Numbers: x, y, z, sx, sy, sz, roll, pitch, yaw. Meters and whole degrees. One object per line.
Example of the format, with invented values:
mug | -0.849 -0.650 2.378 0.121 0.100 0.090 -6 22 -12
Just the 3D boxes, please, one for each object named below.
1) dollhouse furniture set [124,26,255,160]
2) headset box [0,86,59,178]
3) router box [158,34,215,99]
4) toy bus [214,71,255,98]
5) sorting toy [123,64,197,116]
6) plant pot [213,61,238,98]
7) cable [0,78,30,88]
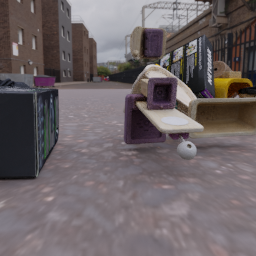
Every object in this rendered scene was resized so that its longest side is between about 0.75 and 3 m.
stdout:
dollhouse furniture set | 1.291 -0.411 4.012 2.376 1.883 1.686 -2 19 -14
headset box | -2.105 -0.067 4.019 1.968 1.048 2.260 0 9 -8
router box | 1.419 -1.315 7.132 1.447 1.939 0.495 -20 -44 37
toy bus | 2.489 -0.696 6.969 2.670 1.380 2.519 1 9 8
sorting toy | 0.537 -0.498 5.580 1.325 1.193 0.708 34 32 -15
plant pot | 2.705 -1.430 8.242 1.075 1.075 0.938 7 -24 37
cable | -4.077 -0.881 8.599 1.726 0.537 2.115 -32 3 15
